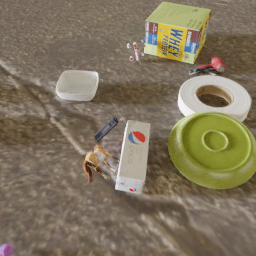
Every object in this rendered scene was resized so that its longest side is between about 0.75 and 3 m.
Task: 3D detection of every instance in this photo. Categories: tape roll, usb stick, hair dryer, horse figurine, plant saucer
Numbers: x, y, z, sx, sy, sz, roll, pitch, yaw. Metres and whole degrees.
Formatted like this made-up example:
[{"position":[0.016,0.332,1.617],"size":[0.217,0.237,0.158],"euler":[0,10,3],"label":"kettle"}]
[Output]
[{"position":[3.309,-1.074,10.847],"size":[2.727,0.498,2.727],"euler":[0,46,0],"label":"tape roll"},{"position":[-0.739,0.057,9.429],"size":[1.062,0.173,0.295],"euler":[-42,57,20],"label":"usb stick"},{"position":[3.683,-2.819,12.603],"size":[1.372,0.489,1.801],"euler":[24,49,24],"label":"hair dryer"},{"position":[-0.871,1.026,8.537],"size":[1.105,0.416,1.667],"euler":[41,29,9],"label":"horse figurine"},{"position":[2.762,0.505,8.968],"size":[2.910,0.452,2.910],"euler":[-1,56,1],"label":"plant saucer"}]

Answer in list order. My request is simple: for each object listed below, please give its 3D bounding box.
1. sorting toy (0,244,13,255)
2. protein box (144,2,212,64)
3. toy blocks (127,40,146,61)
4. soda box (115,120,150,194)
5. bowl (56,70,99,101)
[{"position":[-3.285,3.475,6.432],"size":[0.567,0.571,1.647],"euler":[-8,42,26],"label":"sorting toy"},{"position":[2.405,-4.672,13.585],"size":[2.488,1.679,2.470],"euler":[17,48,17],"label":"protein box"},{"position":[0.435,-3.542,12.909],"size":[0.859,0.803,0.723],"euler":[-12,29,4],"label":"toy blocks"},{"position":[0.184,0.819,8.735],"size":[0.791,0.739,2.321],"euler":[11,45,-1],"label":"soda box"},{"position":[-1.999,-1.651,11.364],"size":[1.591,0.595,1.593],"euler":[3,44,3],"label":"bowl"}]
